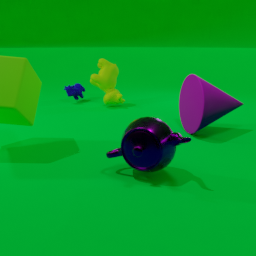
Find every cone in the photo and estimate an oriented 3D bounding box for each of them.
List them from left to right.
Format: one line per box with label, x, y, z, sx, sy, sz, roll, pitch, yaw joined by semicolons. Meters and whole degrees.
cone;2.497;-0.667;7.834;1.639;1.633;1.633;-1;18;-11

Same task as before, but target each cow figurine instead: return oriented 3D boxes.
cow figurine;-2.214;-1.598;11.643;0.522;0.936;0.951;-14;45;23
cow figurine;-0.671;-1.724;10.860;1.572;1.597;0.877;26;-11;-7

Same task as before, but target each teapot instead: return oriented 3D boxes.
teapot;0.378;0.336;5.241;1.753;1.090;0.858;-14;4;25

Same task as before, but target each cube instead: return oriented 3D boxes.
cube;-2.825;-0.827;6.412;1.202;1.202;1.202;5;-17;1
